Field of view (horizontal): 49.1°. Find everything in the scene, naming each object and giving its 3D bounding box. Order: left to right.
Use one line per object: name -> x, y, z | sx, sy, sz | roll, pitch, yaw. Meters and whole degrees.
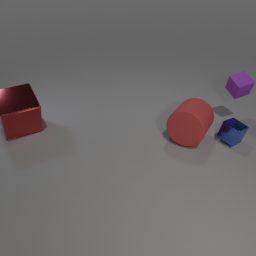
cube -> -4.187, -0.623, 10.672 | 1.400, 1.400, 1.400 | -18, 56, -26
cylinder -> 2.313, -0.241, 10.329 | 1.400, 1.400, 1.400 | 16, 32, 24
cube -> 3.837, 0.131, 10.283 | 0.700, 0.700, 0.700 | -15, 43, -39
cube -> 4.369, -1.686, 10.966 | 0.700, 0.700, 0.700 | -19, 57, -10
